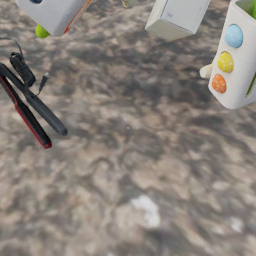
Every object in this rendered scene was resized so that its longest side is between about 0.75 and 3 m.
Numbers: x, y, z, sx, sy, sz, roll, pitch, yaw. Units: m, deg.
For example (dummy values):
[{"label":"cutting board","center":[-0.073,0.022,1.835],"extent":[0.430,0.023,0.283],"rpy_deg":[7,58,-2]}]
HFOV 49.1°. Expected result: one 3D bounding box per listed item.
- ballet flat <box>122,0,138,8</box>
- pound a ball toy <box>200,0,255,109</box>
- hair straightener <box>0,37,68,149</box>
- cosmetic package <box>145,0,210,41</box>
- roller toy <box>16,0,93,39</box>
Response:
[{"label":"ballet flat","center":[-0.115,-3.032,5.795],"extent":[0.473,1.362,0.473],"rpy_deg":[-5,70,15]},{"label":"pound a ball toy","center":[1.831,-1.303,5.055],"extent":[0.881,2.073,1.352],"rpy_deg":[-21,56,-13]},{"label":"hair straightener","center":[-2.061,-0.892,5.892],"extent":[1.015,0.540,2.638],"rpy_deg":[-35,87,8]},{"label":"cosmetic package","center":[1.269,-3.195,7.473],"extent":[0.958,1.357,2.621],"rpy_deg":[21,13,-10]},{"label":"roller toy","center":[-1.772,-3.589,7.186],"extent":[1.563,2.040,2.236],"rpy_deg":[39,69,-17]}]
